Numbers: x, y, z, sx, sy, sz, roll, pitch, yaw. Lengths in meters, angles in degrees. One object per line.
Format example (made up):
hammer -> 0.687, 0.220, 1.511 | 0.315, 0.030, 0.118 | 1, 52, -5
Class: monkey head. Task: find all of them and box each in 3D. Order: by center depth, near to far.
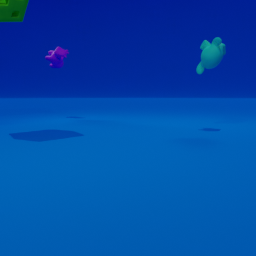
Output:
monkey head -> 2.066, -1.910, 7.133 | 0.636, 1.055, 0.759 | -25, 62, -40

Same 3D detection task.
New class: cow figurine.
cow figurine -> -2.806, -2.821, 11.375 | 1.034, 0.577, 1.051 | 12, -28, 16

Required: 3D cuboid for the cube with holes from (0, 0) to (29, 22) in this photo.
cube with holes -> -2.714, -2.937, 5.280 | 1.256, 1.256, 1.256 | -21, -18, -43
